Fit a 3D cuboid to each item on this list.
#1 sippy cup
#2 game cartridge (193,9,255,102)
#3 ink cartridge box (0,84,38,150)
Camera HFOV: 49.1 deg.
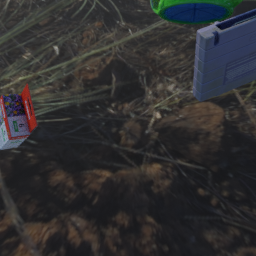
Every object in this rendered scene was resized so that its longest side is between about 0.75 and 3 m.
[{"bbox_3d":[1.775,-3.844,7.187,2.509,1.970,1.839,4,97,6],"label":"sippy cup"},{"bbox_3d":[2.946,-1.909,6.742,2.995,1.941,0.575,-23,55,-11],"label":"game cartridge"},{"bbox_3d":[-2.540,-0.198,6.185,0.446,1.772,0.966,-9,79,-36],"label":"ink cartridge box"}]
